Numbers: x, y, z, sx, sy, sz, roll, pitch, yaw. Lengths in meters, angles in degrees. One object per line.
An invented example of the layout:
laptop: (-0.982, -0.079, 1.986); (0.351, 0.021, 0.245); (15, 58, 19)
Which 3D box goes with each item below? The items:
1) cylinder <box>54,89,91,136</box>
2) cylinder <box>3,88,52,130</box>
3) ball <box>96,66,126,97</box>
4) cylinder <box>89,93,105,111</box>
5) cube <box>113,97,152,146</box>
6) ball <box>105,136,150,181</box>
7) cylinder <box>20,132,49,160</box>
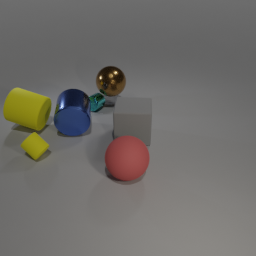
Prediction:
cylinder: (-2.198, -0.640, 11.230); (1.400, 1.400, 1.400); (-3, 38, -5)
cylinder: (-4.022, -0.761, 11.313); (1.400, 1.400, 1.400); (18, 32, 2)
ball: (-0.784, -2.150, 12.906); (1.400, 1.400, 1.400); (0, 31, 0)
cylinder: (-1.525, -1.227, 13.097); (0.700, 0.700, 0.700); (14, 28, 22)
cube: (0.198, -0.283, 10.888); (1.400, 1.400, 1.400); (2, 31, 3)
ball: (-0.026, 0.938, 8.754); (1.400, 1.400, 1.400); (0, 31, 0)
cylinder: (-3.250, 0.630, 9.800); (0.700, 0.700, 0.700); (44, 38, -3)
